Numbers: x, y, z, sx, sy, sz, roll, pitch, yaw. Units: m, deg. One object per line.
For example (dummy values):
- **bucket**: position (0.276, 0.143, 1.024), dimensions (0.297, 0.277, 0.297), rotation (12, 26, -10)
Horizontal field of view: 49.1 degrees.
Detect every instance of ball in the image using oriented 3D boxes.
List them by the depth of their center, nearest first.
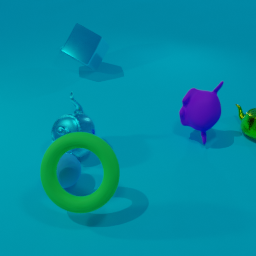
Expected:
- **ball**: position (-1.340, 0.880, 5.837), dimensions (0.730, 0.730, 0.730), rotation (0, 37, 0)

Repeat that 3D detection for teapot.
- **teapot**: position (-1.305, 0.078, 6.533), dimensions (1.109, 0.873, 1.783), rotation (3, 79, 27)
- **teapot**: position (3.418, -0.196, 7.293), dimensions (0.974, 0.767, 1.567), rotation (-21, 32, -27)

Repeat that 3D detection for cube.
- **cube**: position (-1.486, -2.857, 10.055), dimensions (1.101, 1.101, 1.101), rotation (31, 6, 8)

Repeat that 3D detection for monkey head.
- **monkey head**: position (1.878, -0.461, 7.057), dimensions (0.963, 1.598, 1.149), rotation (18, 16, 22)

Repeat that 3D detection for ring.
- **ring**: position (-0.878, 0.809, 5.089), dimensions (1.475, 1.475, 0.295), rotation (5, 1, 6)
